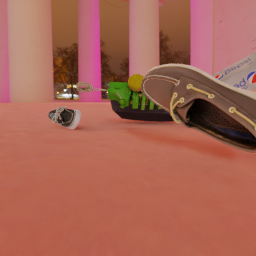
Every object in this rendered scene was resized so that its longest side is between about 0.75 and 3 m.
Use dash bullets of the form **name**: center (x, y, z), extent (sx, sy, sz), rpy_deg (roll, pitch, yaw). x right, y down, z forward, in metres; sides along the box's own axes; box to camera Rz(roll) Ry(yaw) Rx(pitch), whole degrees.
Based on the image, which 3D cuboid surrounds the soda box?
- **soda box**: center (3.674, -1.621, 9.524), extent (2.653, 0.842, 0.906), rpy_deg (-30, 24, 17)

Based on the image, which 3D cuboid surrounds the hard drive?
- **hard drive**: center (0.544, -0.508, 8.218), extent (1.939, 0.410, 1.308), rpy_deg (3, -10, 13)

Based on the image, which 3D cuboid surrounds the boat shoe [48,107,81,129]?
- **boat shoe**: center (-1.570, -0.286, 6.752), extent (0.457, 0.494, 1.339), rpy_deg (18, -1, -33)

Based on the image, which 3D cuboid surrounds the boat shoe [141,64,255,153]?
- **boat shoe**: center (0.885, -0.284, 3.523), extent (1.909, 0.686, 0.568), rpy_deg (28, 48, 30)

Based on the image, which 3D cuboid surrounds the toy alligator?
- **toy alligator**: center (0.111, -0.796, 6.952), extent (2.805, 0.761, 0.832), rpy_deg (-3, -25, -2)
